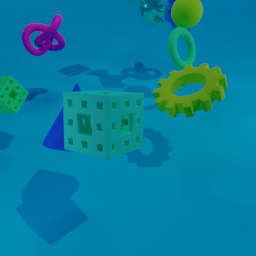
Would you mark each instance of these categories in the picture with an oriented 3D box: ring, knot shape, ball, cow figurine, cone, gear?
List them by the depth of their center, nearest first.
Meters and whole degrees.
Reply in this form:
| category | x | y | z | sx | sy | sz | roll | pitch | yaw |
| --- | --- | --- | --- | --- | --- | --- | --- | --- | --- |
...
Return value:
| category | x | y | z | sx | sy | sz | roll | pitch | yaw |
| --- | --- | --- | --- | --- | --- | --- | --- | --- | --- |
| cone | -1.091 | -0.287 | 5.829 | 1.291 | 1.295 | 1.291 | 4 | 8 | -1 |
| gear | 1.520 | -0.964 | 6.981 | 1.753 | 0.324 | 1.753 | -17 | 38 | 14 |
| ball | 1.878 | -3.707 | 8.936 | 0.990 | 0.990 | 0.990 | 0 | 36 | 0 |
| ring | 1.734 | -2.532 | 8.941 | 0.269 | 1.344 | 1.344 | -1 | 27 | 46 |
| knot shape | -2.765 | -2.947 | 9.168 | 1.454 | 1.554 | 0.718 | -33 | 77 | -34 |
| cow figurine | 0.572 | -4.422 | 9.860 | 1.664 | 0.928 | 1.691 | 14 | 59 | 3 |
| knot shape | 1.915 | -4.572 | 10.486 | 0.910 | 1.842 | 1.969 | -11 | 66 | 1 |

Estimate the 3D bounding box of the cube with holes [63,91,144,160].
| category | x | y | z | sx | sy | sz | roll | pitch | yaw |
| --- | --- | --- | --- | --- | --- | --- | --- | --- | --- |
| cube with holes | -0.387 | -0.113 | 4.604 | 0.931 | 0.931 | 0.931 | 9 | 13 | 35 |

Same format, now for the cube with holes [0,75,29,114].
| category | x | y | z | sx | sy | sz | roll | pitch | yaw |
| --- | --- | --- | --- | --- | --- | --- | --- | --- | --- |
| cube with holes | -3.237 | -0.858 | 7.361 | 0.711 | 0.711 | 0.711 | 2 | 58 | 28 |
